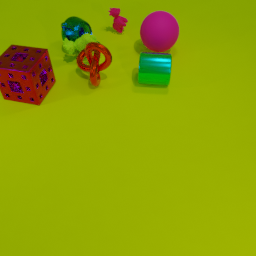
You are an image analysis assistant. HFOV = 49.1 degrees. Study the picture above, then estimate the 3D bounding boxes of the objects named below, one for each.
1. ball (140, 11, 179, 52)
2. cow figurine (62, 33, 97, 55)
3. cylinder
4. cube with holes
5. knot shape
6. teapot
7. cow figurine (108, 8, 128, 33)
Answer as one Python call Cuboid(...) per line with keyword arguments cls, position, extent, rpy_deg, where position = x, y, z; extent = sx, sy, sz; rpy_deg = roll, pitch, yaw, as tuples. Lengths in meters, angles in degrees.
Cuboid(cls="ball", position=(1.099, -3.355, 9.775), extent=(1.366, 1.366, 1.366), rpy_deg=(0, 47, 0))
Cuboid(cls="cow figurine", position=(-1.632, -2.834, 9.383), extent=(0.975, 0.991, 0.544), rpy_deg=(12, 53, -44))
Cuboid(cls="cylinder", position=(0.839, -1.855, 8.794), extent=(0.980, 0.980, 0.980), rpy_deg=(4, 47, 4))
Cuboid(cls="cube with holes", position=(-3.068, -1.599, 8.380), extent=(1.197, 1.197, 1.197), rpy_deg=(10, 48, 11))
Cuboid(cls="knot shape", position=(-1.051, -1.952, 8.701), extent=(0.647, 1.310, 1.400), rpy_deg=(-12, 14, -35))
Cuboid(cls="teapot", position=(-1.715, -3.335, 10.003), extent=(0.924, 1.888, 1.174), rpy_deg=(14, 92, 29))
Cuboid(cls="cow figurine", position=(-0.448, -4.219, 10.907), extent=(0.865, 0.880, 0.483), rpy_deg=(26, 57, -13))
